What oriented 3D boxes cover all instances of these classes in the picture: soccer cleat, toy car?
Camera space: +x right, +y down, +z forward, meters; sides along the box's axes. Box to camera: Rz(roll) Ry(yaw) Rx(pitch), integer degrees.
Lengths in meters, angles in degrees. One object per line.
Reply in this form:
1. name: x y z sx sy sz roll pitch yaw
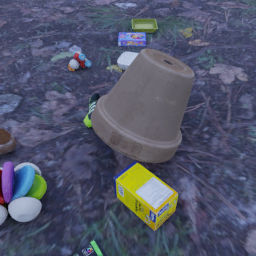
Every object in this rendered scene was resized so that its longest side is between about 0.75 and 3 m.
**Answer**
1. soccer cleat: -0.962 -0.552 8.414 0.497 0.414 1.225 -4 56 24
2. toy car: -2.602 1.250 6.010 1.578 1.183 1.381 -8 43 -9
3. toy car: -1.916 -2.421 10.580 0.764 0.676 0.704 -47 41 -5

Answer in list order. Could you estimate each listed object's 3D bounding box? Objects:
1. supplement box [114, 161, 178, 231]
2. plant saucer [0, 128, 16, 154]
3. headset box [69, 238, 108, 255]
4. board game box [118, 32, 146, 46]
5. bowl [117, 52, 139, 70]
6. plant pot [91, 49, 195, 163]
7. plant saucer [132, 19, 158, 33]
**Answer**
1. supplement box: 0.363 1.456 6.142 0.694 0.699 1.276 -33 51 -30
2. plant saucer: -3.592 0.268 7.433 1.222 0.210 1.222 18 23 -8
3. headset box: -0.723 2.804 4.699 1.428 0.662 1.243 -24 48 -24
4. board game box: 0.175 -3.903 12.307 1.188 0.266 0.799 1 43 2
5. bowl: 0.150 -2.493 10.700 0.982 0.367 0.984 13 43 14
6. plant pot: 0.518 -0.693 6.869 2.419 2.109 2.419 19 29 -11
7. plant saucer: 0.770 -4.827 13.307 1.173 0.281 1.175 -1 42 -1
